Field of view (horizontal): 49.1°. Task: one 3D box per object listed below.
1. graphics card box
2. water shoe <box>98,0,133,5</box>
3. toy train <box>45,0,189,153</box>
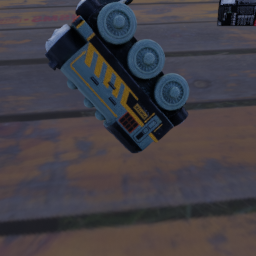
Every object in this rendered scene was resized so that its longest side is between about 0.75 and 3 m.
[{"bbox_3d":[3.303,-3.417,8.327,1.220,0.766,0.310,5,61,17],"label":"graphics card box"},{"bbox_3d":[-0.180,-4.140,8.959,0.727,0.802,2.034,40,68,15],"label":"water shoe"},{"bbox_3d":[-0.063,-0.428,2.460,0.785,1.377,0.587,-43,17,-4],"label":"toy train"}]
